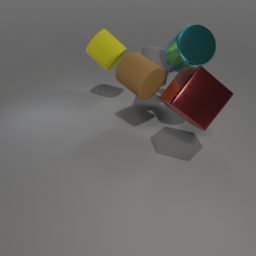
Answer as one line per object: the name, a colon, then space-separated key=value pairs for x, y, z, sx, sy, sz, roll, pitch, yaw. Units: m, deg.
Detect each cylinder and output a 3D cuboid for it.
cylinder: x=1.145 y=-2.709 z=12.425 sx=1.400 sy=1.400 sz=1.400 roll=13 pitch=1 yaw=0
cylinder: x=0.470 y=-2.047 z=10.970 sx=1.400 sy=1.400 sz=1.400 roll=-25 pitch=53 yaw=-36
cylinder: x=-1.026 y=-3.690 z=13.316 sx=1.400 sy=1.400 sz=1.400 roll=41 pitch=35 yaw=-4
cylinder: x=2.186 y=-2.769 z=10.010 sx=1.400 sy=1.400 sz=1.400 roll=-6 pitch=1 yaw=-10

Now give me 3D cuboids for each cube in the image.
cube: x=2.060 y=-0.977 z=8.750 sx=1.400 sy=1.400 sz=1.400 roll=36 pitch=5 yaw=-14

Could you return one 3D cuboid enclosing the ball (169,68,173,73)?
ball: x=2.072 y=-3.115 z=13.997 sx=0.700 sy=0.700 sz=0.700 roll=0 pitch=30 yaw=0
